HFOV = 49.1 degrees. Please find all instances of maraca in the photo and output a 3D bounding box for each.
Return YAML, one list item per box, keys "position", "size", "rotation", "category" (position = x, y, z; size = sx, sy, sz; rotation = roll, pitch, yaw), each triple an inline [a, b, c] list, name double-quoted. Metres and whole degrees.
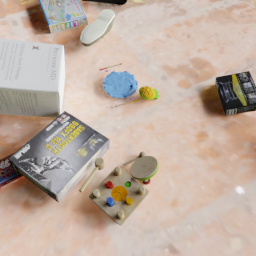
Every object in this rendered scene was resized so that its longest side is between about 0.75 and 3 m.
- position: [0.716, -1.166, 9.391]
  size: [0.772, 0.413, 0.529]
  rotation: [1, 65, -25]
  category: "maraca"

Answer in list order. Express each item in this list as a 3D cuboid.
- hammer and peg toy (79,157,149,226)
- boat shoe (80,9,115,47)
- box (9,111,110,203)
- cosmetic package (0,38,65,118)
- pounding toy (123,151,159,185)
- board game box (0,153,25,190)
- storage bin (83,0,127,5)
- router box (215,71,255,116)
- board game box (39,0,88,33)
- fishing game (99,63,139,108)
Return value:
- position: [-0.436, 1.617, 7.349]
  size: [1.647, 0.581, 1.212]
  rotation: [35, 64, 21]
  category: "hammer and peg toy"
- position: [-1.152, -3.839, 11.064]
  size: [0.767, 0.641, 2.146]
  rotation: [23, 59, 13]
  category: "boat shoe"
- position: [-1.849, 0.705, 7.847]
  size: [1.739, 0.531, 2.196]
  rotation: [32, 56, 18]
  category: "box"
- position: [-3.000, -1.436, 8.463]
  size: [2.022, 1.682, 1.692]
  rotation: [3, 65, -10]
  category: "cosmetic package"
- position: [0.465, 1.179, 7.793]
  size: [0.816, 0.491, 1.058]
  rotation: [-35, 33, -11]
  category: "pounding toy"
- position: [-3.067, 1.035, 8.000]
  size: [1.638, 0.159, 0.843]
  rotation: [-27, 59, -17]
  category: "board game box"
- position: [-1.046, -6.509, 12.351]
  size: [2.281, 1.542, 1.069]
  rotation: [10, 55, 7]
  category: "storage bin"
- position: [3.619, -1.156, 9.241]
  size: [1.133, 0.376, 1.441]
  rotation: [-9, 56, 8]
  category: "router box"
- position: [-2.846, -5.118, 12.077]
  size: [1.610, 0.410, 2.395]
  rotation: [-18, 57, -11]
  category: "board game box"
- position: [-0.258, -1.499, 9.699]
  size: [1.232, 0.267, 1.721]
  rotation: [-21, 65, -14]
  category: "fishing game"
